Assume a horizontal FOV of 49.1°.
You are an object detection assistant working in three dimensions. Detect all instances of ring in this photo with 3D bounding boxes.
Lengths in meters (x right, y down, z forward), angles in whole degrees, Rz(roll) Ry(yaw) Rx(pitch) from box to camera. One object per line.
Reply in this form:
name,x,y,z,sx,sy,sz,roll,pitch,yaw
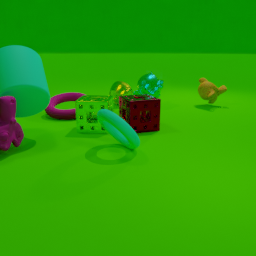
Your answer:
ring,-2.186,-0.842,10.363,1.773,0.355,1.773,-1,32,0
ring,-0.240,0.036,6.828,0.260,1.298,1.298,-48,35,-14

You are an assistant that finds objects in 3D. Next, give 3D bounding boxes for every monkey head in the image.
monkey head,-3.215,-0.104,6.688,1.188,1.418,1.971,9,11,15
monkey head,0.865,-1.580,11.455,1.018,1.215,1.689,23,50,17
monkey head,3.551,-1.627,11.891,1.093,0.915,1.519,-32,33,19

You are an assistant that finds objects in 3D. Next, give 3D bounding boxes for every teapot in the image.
teapot,-0.316,-1.444,11.973,0.854,1.085,1.745,-46,16,-28

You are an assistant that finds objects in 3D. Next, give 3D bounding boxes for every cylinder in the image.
cylinder,-2.911,-1.218,7.503,1.392,1.392,1.392,-8,62,-24

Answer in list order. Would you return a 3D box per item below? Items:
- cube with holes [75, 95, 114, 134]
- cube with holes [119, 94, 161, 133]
cube with holes,-0.996,-0.440,8.602,0.963,0.963,0.963,2,17,6
cube with holes,0.341,-0.463,8.655,0.981,0.981,0.981,-6,17,-20
